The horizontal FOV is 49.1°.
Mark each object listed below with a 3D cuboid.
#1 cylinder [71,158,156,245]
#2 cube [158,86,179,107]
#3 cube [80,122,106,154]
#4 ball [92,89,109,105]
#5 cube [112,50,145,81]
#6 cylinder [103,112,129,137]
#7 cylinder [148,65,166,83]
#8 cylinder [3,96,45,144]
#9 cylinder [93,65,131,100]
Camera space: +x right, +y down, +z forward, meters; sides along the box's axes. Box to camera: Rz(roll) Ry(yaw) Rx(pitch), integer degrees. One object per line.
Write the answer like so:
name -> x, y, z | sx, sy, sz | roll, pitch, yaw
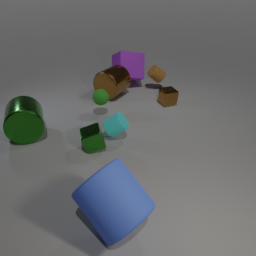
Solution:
cylinder -> -0.329, 1.653, 6.420 | 1.400, 1.400, 1.400 | 51, 46, 8
cube -> 1.905, -1.509, 13.341 | 0.700, 0.700, 0.700 | -11, 35, -22
cube -> -1.237, 0.354, 9.849 | 0.700, 0.700, 0.700 | -19, 35, 0
ball -> -1.170, -1.319, 11.986 | 0.700, 0.700, 0.700 | 0, 29, 0
cube -> -0.014, -3.352, 15.330 | 1.400, 1.400, 1.400 | 0, 4, -23
cylinder -> -0.449, -0.126, 10.397 | 0.700, 0.700, 0.700 | -29, 21, 22
cylinder -> 1.518, -2.862, 14.805 | 0.700, 0.700, 0.700 | 33, 14, -30
cylinder -> -3.904, -0.321, 10.538 | 1.400, 1.400, 1.400 | -9, 31, -15
cylinder -> -0.787, -2.301, 13.971 | 1.400, 1.400, 1.400 | 16, 33, 26
